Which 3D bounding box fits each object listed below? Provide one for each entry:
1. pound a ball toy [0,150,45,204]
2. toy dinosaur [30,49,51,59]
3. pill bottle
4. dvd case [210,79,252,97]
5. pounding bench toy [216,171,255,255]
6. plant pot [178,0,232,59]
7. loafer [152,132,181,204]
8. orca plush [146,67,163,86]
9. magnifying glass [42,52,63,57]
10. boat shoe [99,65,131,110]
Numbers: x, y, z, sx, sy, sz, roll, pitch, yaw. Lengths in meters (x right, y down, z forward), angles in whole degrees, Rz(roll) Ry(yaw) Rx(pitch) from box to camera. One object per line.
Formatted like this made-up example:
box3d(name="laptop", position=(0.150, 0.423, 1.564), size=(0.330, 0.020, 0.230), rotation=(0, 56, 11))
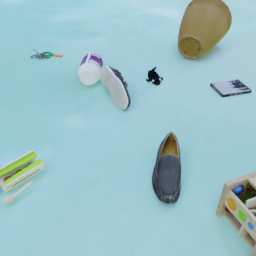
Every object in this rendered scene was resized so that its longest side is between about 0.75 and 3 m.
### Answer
box3d(name="pound a ball toy", position=(-3.105, 1.449, 8.109), size=(0.970, 0.632, 1.488), rotation=(46, 52, 12))
box3d(name="toy dinosaur", position=(-4.877, -3.869, 15.252), size=(0.845, 0.932, 0.489), rotation=(0, 67, 40))
box3d(name="pill bottle", position=(-1.748, -2.754, 13.104), size=(1.037, 1.037, 1.845), rotation=(1, 38, 2))
box3d(name="dvd case", position=(4.597, -1.802, 12.567), size=(1.454, 0.180, 1.093), rotation=(-10, 39, -12))
box3d(name="pounding bench toy", position=(3.461, 1.881, 6.874), size=(2.037, 1.265, 1.589), rotation=(-14, 39, -18))
box3d(name="plant pot", position=(3.863, -5.198, 15.309), size=(2.760, 2.760, 2.962), rotation=(19, 55, 23))
box3d(name="loafer", position=(1.157, 1.087, 8.232), size=(0.870, 0.864, 2.390), rotation=(3, 38, 2))
box3d(name="orca plush", position=(1.283, -2.604, 13.302), size=(0.814, 0.550, 1.548), rotation=(4, 38, 6))
box3d(name="magnifying glass", position=(-4.236, -4.064, 15.574), size=(1.275, 0.143, 0.507), rotation=(9, 38, 15))
box3d(name="boat shoe", position=(-0.400, -1.741, 11.909), size=(0.795, 0.974, 2.636), rotation=(1, 38, -34))
